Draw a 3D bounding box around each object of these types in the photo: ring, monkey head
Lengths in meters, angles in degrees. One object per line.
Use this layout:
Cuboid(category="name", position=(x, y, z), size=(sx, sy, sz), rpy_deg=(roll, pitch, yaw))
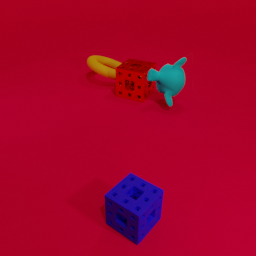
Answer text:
Cuboid(category="ring", position=(-0.714, -2.411, 11.264), size=(1.918, 0.384, 1.918), rpy_deg=(18, 24, -9))
Cuboid(category="monkey head", position=(1.275, -1.579, 9.121), size=(1.165, 1.619, 0.976), rpy_deg=(3, 18, -44))

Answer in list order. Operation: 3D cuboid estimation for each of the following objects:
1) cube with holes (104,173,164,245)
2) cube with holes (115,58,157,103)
Cuboid(category="cube with holes", position=(0.116, 1.527, 5.394), size=(0.794, 0.794, 0.794), rpy_deg=(23, 39, 31))
Cuboid(category="cube with holes", position=(0.295, -1.742, 10.114), size=(1.095, 1.095, 1.095), rpy_deg=(15, 36, 22))
